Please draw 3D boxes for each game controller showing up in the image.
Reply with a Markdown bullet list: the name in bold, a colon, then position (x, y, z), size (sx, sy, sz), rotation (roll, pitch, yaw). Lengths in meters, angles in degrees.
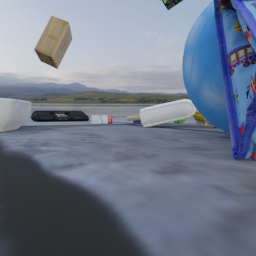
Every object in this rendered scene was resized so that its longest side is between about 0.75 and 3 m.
- **game controller**: position (-3.501, -0.543, 14.507), size (2.871, 0.605, 1.498), rotation (-2, 18, -24)

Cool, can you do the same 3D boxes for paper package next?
- **paper package**: position (-2.480, -2.858, 9.503), size (0.683, 1.320, 1.258), rotation (24, -8, -3)

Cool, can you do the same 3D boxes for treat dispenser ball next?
- **treat dispenser ball**: position (2.212, -1.096, 4.680), size (2.585, 2.585, 2.585), rotation (0, 3, 0)

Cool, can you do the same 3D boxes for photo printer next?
- **photo printer**: position (1.216, -0.477, 8.543), size (1.669, 0.580, 1.389), rotation (-12, 4, 7)

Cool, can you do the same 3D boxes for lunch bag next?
- **lunch bag**: position (1.872, -0.923, 2.777), size (1.799, 2.390, 1.124), rotation (0, -42, 6)

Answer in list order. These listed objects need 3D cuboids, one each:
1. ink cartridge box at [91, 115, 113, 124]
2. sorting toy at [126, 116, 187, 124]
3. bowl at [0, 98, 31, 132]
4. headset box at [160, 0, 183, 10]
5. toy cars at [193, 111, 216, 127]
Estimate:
- **ink cartridge box**: position (-1.054, -0.339, 11.189), size (0.815, 0.338, 0.594), rotation (-1, 3, -10)
- **sorting toy**: position (1.178, -0.316, 11.039), size (2.097, 0.309, 1.550), rotation (-2, -3, 25)
- **bowl**: position (-3.446, -0.310, 6.700), size (2.043, 0.763, 2.040), rotation (-1, 3, -6)
- **headset box**: position (1.349, -4.197, 8.553), size (0.902, 0.785, 0.418), rotation (-26, -18, 22)
- **toy cars**: position (2.490, -0.252, 8.591), size (0.969, 0.479, 2.162), rotation (8, 7, -5)
